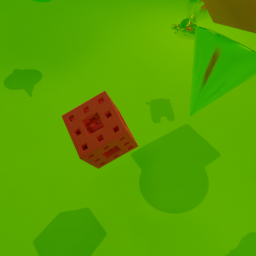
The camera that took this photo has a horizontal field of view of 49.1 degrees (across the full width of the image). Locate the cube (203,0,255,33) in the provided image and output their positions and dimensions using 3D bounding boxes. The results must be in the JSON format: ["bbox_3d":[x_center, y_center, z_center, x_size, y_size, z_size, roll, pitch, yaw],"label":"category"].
[{"bbox_3d":[2.304,-2.824,5.352,1.301,1.301,1.301,-52,47,1],"label":"cube"}]

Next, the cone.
[{"bbox_3d":[1.578,-0.877,5.369,1.507,1.512,1.507,25,17,-8],"label":"cone"}]

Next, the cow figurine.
[{"bbox_3d":[1.705,-2.970,7.117,0.752,1.348,1.370,15,77,-18],"label":"cow figurine"}]

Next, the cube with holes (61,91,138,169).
[{"bbox_3d":[-0.424,0.059,4.478,0.784,0.784,0.784,-30,67,3],"label":"cube with holes"}]

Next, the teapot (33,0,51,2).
[{"bbox_3d":[-2.489,-4.125,7.894,1.125,0.886,1.809,-12,55,-31],"label":"teapot"}]
